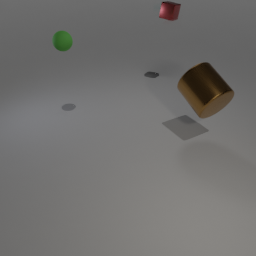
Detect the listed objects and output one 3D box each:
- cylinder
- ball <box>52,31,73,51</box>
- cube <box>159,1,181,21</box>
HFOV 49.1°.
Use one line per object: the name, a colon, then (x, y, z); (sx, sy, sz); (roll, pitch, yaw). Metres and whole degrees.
cylinder: (2.651, -1.283, 9.643); (1.400, 1.400, 1.400); (-18, 62, -27)
ball: (-2.301, -3.054, 9.842); (0.700, 0.700, 0.700); (0, 31, 0)
cube: (1.970, -5.505, 13.159); (0.700, 0.700, 0.700); (25, 35, 22)
